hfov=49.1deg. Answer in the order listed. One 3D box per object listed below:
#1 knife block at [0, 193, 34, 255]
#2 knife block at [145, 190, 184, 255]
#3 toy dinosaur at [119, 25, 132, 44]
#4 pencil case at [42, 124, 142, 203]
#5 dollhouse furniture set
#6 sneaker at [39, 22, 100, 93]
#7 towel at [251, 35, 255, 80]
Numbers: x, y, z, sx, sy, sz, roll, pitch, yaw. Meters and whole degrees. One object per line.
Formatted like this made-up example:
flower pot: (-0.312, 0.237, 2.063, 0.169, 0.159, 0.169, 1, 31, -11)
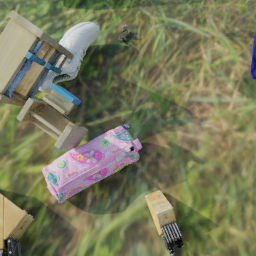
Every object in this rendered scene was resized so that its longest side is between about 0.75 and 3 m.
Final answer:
knife block: (-3.006, 2.340, 5.944, 2.009, 0.643, 1.764, 31, 64, 15)
knife block: (0.822, 2.140, 6.271, 0.391, 1.073, 1.223, -16, 17, -10)
toy dinosaur: (-0.131, -2.980, 9.133, 0.406, 0.305, 0.794, 14, 68, 23)
pencil case: (-0.815, 0.810, 6.600, 2.286, 0.999, 0.999, -27, 64, -13)
dollhouse furniture set: (-1.809, -1.031, 6.847, 2.642, 1.851, 1.862, 35, 95, 10)
sneaker: (-1.734, -2.040, 8.291, 1.092, 0.958, 2.725, 42, 75, 13)
towel: (5.123, -1.976, 8.381, 2.744, 0.680, 2.026, 14, 69, 7)
